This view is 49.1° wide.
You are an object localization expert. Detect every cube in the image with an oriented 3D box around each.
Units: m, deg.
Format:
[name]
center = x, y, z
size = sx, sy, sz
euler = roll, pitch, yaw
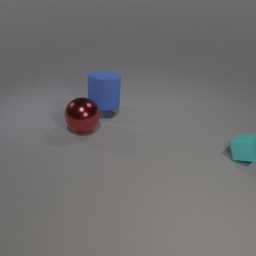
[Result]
[cube]
center = 3.968, 0.659, 9.465
size = 0.700, 0.700, 0.700
euler = 1, 20, 47

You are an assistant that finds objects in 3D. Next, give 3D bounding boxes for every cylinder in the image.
[cylinder]
center = -1.032, -1.636, 12.098
size = 1.400, 1.400, 1.400
euler = 3, 25, -1

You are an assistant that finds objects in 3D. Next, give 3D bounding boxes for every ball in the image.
[ball]
center = -1.802, -0.517, 11.081
size = 1.400, 1.400, 1.400
euler = 0, 31, 0
